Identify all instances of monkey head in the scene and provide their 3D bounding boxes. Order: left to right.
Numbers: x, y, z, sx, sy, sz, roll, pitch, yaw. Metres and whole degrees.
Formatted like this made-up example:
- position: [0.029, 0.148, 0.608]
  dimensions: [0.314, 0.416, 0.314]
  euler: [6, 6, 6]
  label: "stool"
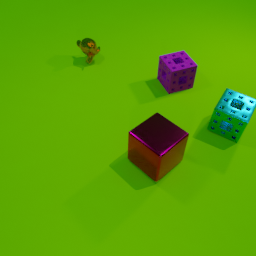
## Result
- position: [-1.448, -2.802, 10.092]
  dimensions: [1.167, 0.703, 0.839]
  euler: [33, 99, 45]
  label: "monkey head"

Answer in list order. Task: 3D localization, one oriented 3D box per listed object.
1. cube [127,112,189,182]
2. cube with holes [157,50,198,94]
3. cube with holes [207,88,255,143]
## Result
- position: [0.724, 0.470, 7.049]
  dimensions: [1.062, 1.062, 1.062]
  euler: [-34, 56, -29]
  label: "cube"
- position: [1.599, -1.848, 9.263]
  dimensions: [0.913, 0.913, 0.913]
  euler: [-16, 50, -14]
  label: "cube with holes"
- position: [2.911, -0.352, 7.851]
  dimensions: [0.918, 0.918, 0.918]
  euler: [27, 57, 19]
  label: "cube with holes"
